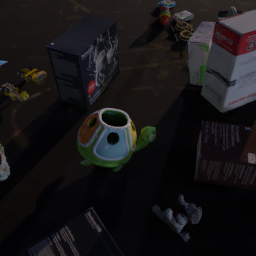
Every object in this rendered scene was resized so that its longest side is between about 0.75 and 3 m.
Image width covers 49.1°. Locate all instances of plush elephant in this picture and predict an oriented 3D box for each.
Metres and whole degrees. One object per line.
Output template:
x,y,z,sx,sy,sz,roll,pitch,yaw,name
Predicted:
1.294,2.037,6.707,1.081,0.890,0.837,45,72,0,plush elephant

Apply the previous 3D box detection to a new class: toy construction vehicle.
-3.720,-1.586,10.155,1.706,0.601,1.485,14,47,39,toy construction vehicle

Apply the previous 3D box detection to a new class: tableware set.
2.689,-4.661,13.285,1.059,0.321,1.602,-4,47,-3,tableware set

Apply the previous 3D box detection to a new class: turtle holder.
-0.353,0.306,7.807,2.053,1.458,1.560,24,42,2,turtle holder

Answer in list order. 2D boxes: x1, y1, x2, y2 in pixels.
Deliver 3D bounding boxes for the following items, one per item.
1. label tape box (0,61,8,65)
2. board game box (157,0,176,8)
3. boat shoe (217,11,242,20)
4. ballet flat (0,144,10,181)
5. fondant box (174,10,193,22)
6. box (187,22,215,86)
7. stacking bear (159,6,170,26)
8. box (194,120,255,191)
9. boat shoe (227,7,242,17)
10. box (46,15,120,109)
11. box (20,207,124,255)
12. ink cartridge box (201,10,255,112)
-5.946,-1.802,10.044,2.058,0.903,2.854,7,23,7,label tape box
2.101,-6.772,15.343,0.814,0.191,0.614,-34,55,-27,board game box
5.265,-5.835,14.323,1.424,0.403,0.489,-12,48,-11,boat shoe
-3.903,0.749,8.070,0.691,0.584,1.828,-32,54,-23,ballet flat
2.833,-5.692,14.304,0.824,0.240,0.594,-27,53,-24,fondant box
2.878,-2.751,10.411,0.860,1.779,1.570,13,48,28,box
1.832,-5.529,13.993,0.554,0.592,0.974,4,55,3,stacking bear
3.374,0.804,7.506,2.967,1.112,1.486,8,43,10,box
5.239,-4.866,13.160,0.722,0.865,2.318,-1,52,-8,boat shoe
-1.412,-2.325,9.787,1.258,2.201,2.417,18,50,20,box
-0.803,3.125,5.602,1.708,0.954,2.420,-28,53,-20,box
3.781,-2.175,9.257,2.064,2.860,1.198,-20,47,-18,ink cartridge box
